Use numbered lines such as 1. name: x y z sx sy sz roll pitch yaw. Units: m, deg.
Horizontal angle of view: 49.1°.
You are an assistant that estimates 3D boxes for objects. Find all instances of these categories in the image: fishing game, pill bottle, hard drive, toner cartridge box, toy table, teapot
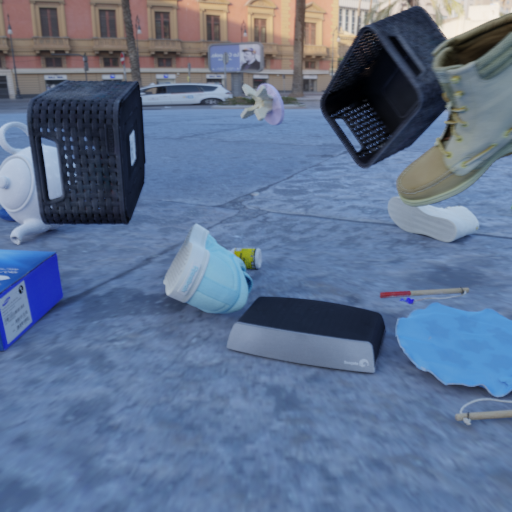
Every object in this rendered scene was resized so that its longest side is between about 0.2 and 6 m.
1. fishing game: 2.695 1.163 7.025 1.914 0.415 2.673 -4 27 -10
2. pill bottle: -0.254 0.047 10.289 0.665 0.374 0.374 1 19 12
3. hard drive: 0.700 0.981 7.466 1.925 0.407 1.298 6 20 18
4. toner cartridge box: -5.052 0.515 8.180 3.819 0.824 1.814 2 19 6
5. toy table: 0.117 -3.101 11.403 0.561 0.880 0.958 -9 54 -39
6. teapot: -4.931 -1.567 12.215 2.043 2.016 1.492 38 15 26

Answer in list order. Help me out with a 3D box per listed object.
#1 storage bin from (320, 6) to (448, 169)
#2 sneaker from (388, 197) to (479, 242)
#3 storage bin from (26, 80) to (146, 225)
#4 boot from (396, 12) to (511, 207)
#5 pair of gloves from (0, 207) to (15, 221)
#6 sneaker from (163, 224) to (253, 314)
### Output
1. storage bin: 2.825 -3.493 11.995 1.395 2.011 2.975 -28 -10 -21
2. sneaker: 3.987 -0.857 12.576 1.126 0.718 1.948 -11 31 -35
3. storage bin: -2.319 -1.574 8.132 1.147 1.654 2.447 -1 24 -5
4. boot: 2.776 -1.923 7.782 2.519 1.948 0.908 -33 44 19
5. pair of gloves: -5.332 -1.272 14.308 2.140 0.303 2.662 -4 20 -10
6. sneaker: -0.724 0.323 8.914 1.232 1.112 3.007 29 9 -11
